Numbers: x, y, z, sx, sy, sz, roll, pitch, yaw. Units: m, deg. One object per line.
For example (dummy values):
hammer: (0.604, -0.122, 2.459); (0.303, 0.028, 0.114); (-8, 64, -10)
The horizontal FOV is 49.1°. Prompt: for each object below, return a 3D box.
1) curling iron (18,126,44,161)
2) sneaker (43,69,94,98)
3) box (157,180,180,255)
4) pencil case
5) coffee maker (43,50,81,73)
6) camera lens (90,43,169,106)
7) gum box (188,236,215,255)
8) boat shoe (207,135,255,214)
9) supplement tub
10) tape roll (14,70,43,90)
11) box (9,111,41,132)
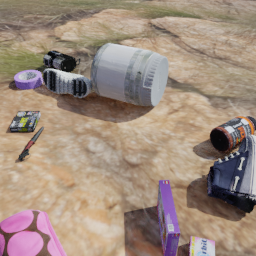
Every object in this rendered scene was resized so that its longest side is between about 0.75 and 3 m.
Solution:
curling iron: (-3.259, 0.515, 9.630); (0.418, 0.216, 1.688); (-9, 34, 19)
sneaker: (-2.604, -2.006, 12.438); (2.757, 1.036, 1.117); (20, 25, 25)
box: (0.954, 2.180, 6.847); (0.297, 1.041, 1.521); (-1, 38, -2)
pencil case: (-1.781, 2.916, 5.776); (1.335, 1.293, 2.850); (-45, 50, -4)
coffee maker: (-3.391, -3.368, 14.261); (1.368, 0.922, 1.314); (25, 20, 27)
camera lens: (0.029, -2.166, 11.464); (2.768, 2.214, 2.214); (16, 41, 20)
gum box: (1.653, 3.021, 6.341); (0.558, 0.325, 0.984); (9, 39, 10)
boat shoe: (3.122, 1.054, 8.260); (1.289, 1.038, 2.779); (18, 41, 10)
supplement tub: (3.681, 0.131, 9.605); (1.688, 0.903, 0.903); (-23, 44, -26)
tape roll: (-4.636, -2.264, 13.090); (1.218, 0.400, 1.218); (0, 37, 0)
box: (-3.880, -0.262, 10.638); (0.862, 0.238, 1.077); (0, 38, 0)
